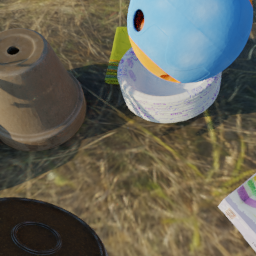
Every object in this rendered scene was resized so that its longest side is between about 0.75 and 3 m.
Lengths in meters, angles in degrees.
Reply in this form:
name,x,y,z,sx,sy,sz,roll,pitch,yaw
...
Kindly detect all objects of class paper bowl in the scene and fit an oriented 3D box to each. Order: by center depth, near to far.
name,x,y,z,sx,sy,sz,roll,pitch,yaw
paper bowl,1.113,-1.248,7.550,2.639,1.372,2.639,-6,53,8

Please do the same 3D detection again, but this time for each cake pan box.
name,x,y,z,sx,sy,sz,roll,pitch,yaw
cake pan box,3.584,1.971,6.130,2.158,0.613,2.344,-30,62,-15

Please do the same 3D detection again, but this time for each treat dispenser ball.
name,x,y,z,sx,sy,sz,roll,pitch,yaw
treat dispenser ball,1.147,-2.043,5.431,2.336,2.336,2.336,0,58,0

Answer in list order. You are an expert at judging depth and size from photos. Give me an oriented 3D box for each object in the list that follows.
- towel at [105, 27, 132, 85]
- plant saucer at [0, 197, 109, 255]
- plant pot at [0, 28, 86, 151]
name,x,y,z,sx,sy,sz,roll,pitch,yaw
towel,-0.005,-2.430,9.136,1.121,0.235,2.605,6,58,3
plant saucer,-0.864,1.092,2.551,1.702,1.702,0.293,24,97,15
plant pot,-2.511,-1.073,7.043,2.671,2.329,2.671,0,59,0
